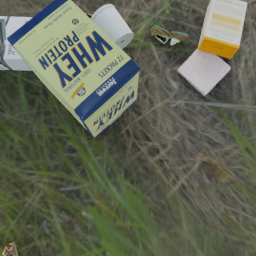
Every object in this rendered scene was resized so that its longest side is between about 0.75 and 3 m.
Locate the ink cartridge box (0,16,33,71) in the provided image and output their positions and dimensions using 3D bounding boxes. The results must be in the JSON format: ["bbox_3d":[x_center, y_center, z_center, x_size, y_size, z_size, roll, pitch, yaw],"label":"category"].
[{"bbox_3d":[-4.045,-2.765,9.167,2.105,0.886,1.522,2,78,0],"label":"ink cartridge box"}]

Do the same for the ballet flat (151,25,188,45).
[{"bbox_3d":[1.375,-3.086,9.505,1.290,0.438,0.467,17,96,5],"label":"ballet flat"}]

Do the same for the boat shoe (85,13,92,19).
[{"bbox_3d":[-1.479,-3.798,9.649,1.044,0.361,0.385,11,79,2],"label":"boat shoe"}]

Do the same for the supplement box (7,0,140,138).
[{"bbox_3d":[-1.320,-1.508,7.936,1.867,2.780,2.778,-43,82,-8],"label":"supplement box"}]

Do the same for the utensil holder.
[{"bbox_3d":[-0.516,-3.258,9.232,1.001,1.001,1.177,-35,83,-7],"label":"utensil holder"}]

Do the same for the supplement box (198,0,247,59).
[{"bbox_3d":[3.129,-3.375,9.298,1.179,0.688,1.871,17,73,2],"label":"supplement box"}]

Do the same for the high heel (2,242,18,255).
[{"bbox_3d":[-3.091,3.939,7.995,1.322,0.472,0.942,22,85,13],"label":"high heel"}]

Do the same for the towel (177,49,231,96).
[{"bbox_3d":[2.520,-1.940,9.348,1.289,0.218,1.350,43,81,9],"label":"towel"}]
